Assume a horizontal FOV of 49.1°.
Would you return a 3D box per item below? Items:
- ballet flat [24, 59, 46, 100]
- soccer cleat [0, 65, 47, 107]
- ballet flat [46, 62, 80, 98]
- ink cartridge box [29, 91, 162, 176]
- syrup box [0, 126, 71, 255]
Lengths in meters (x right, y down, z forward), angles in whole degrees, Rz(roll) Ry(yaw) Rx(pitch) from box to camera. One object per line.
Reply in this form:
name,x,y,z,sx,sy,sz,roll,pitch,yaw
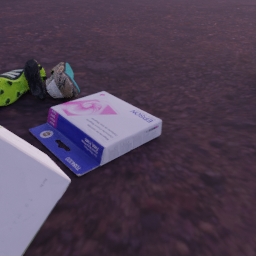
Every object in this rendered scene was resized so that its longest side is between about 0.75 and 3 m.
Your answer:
ballet flat,-3.012,-1.567,9.040,0.517,0.442,1.556,-19,69,1
soccer cleat,-3.857,-1.362,9.060,1.130,0.942,2.789,-1,25,31
ballet flat,-2.245,-1.497,9.336,1.011,0.911,2.685,-28,30,-2
ink cartridge box,-0.868,-0.075,7.141,2.514,0.544,2.468,-23,39,-36
syrup box,-1.749,0.665,3.806,1.119,1.157,2.841,-57,18,-12
